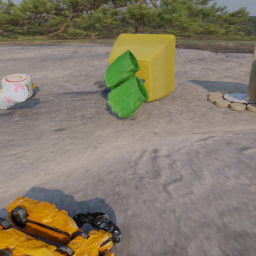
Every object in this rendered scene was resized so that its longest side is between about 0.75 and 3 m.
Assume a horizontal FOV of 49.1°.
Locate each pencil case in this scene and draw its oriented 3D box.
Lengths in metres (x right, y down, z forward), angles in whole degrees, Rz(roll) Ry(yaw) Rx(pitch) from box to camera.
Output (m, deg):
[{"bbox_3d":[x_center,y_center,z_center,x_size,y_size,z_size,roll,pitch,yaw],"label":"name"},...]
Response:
[{"bbox_3d":[-3.851,-1.027,9.213,0.693,0.635,1.528,32,-26,-32],"label":"pencil case"}]

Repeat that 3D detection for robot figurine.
[{"bbox_3d":[-1.077,1.535,3.680,2.012,0.586,1.459,10,24,27],"label":"robot figurine"}]

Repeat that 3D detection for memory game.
[{"bbox_3d":[4.557,-1.111,11.029,2.781,0.177,2.781,0,22,0],"label":"memory game"}]

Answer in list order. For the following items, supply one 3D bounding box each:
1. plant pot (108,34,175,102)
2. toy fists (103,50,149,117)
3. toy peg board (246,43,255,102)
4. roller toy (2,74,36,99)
[{"bbox_3d":[0.439,-2.320,11.387,2.453,2.453,2.163,9,32,21],"label":"plant pot"},{"bbox_3d":[-0.115,-1.358,8.895,1.206,0.813,2.365,-30,51,23],"label":"toy fists"},{"bbox_3d":[5.367,-1.497,8.789,2.775,2.787,1.363,5,49,18],"label":"toy peg board"},{"bbox_3d":[-4.473,-1.633,11.405,1.129,0.865,1.237,4,32,2],"label":"roller toy"}]
